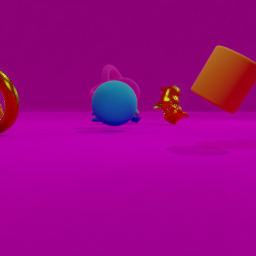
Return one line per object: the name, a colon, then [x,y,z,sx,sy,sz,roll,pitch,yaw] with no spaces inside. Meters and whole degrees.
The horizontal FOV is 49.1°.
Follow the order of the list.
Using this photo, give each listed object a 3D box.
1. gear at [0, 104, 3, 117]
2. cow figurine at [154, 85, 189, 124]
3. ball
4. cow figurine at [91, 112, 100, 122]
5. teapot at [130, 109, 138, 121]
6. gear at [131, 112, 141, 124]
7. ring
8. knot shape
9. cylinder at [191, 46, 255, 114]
gear: [-4.410,-0.438,8.431,1.173,0.217,1.173,1,37,-1]
cow figurine: [1.728,-0.956,10.841,0.912,1.662,1.635,26,-15,-26]
ball: [-0.352,-0.627,7.265,1.182,1.182,1.182,0,4,0]
cow figurine: [-0.789,-0.450,11.023,1.046,0.584,1.063,2,-4,-44]
teapot: [0.131,-0.597,12.792,0.703,0.554,1.131,-6,-11,14]
gear: [-0.015,-0.706,11.285,1.253,0.232,1.253,41,14,-13]
ring: [-3.046,-0.599,6.045,1.540,1.540,0.308,1,17,14]
knot shape: [-0.337,-1.197,8.824,1.444,1.543,0.713,30,-34,2]
cylinder: [1.379,-0.674,3.963,0.714,0.714,0.714,27,16,-8]
